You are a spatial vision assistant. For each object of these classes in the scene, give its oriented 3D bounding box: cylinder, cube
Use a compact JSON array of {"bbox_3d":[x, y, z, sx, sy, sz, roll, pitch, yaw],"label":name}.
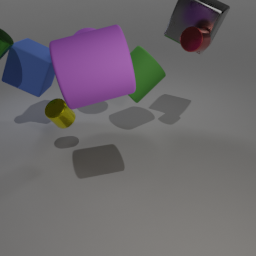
[{"bbox_3d":[1.991,-2.604,8.258,0.700,0.700,0.700,19,23,30],"label":"cylinder"},{"bbox_3d":[0.328,-1.821,9.607,1.400,1.400,1.400,-44,35,6],"label":"cylinder"},{"bbox_3d":[-2.071,-0.437,8.588,0.700,0.700,0.700,-8,61,15],"label":"cylinder"},{"bbox_3d":[-0.695,-1.222,5.692,1.400,1.400,1.400,-16,31,-4],"label":"cylinder"},{"bbox_3d":[-3.401,-2.183,10.017,1.400,1.400,1.400,24,25,-7],"label":"cube"},{"bbox_3d":[-3.946,-2.531,8.422,0.700,0.700,0.700,-39,24,18],"label":"cylinder"},{"bbox_3d":[2.251,-3.498,9.161,1.400,1.400,1.400,31,38,11],"label":"cube"}]

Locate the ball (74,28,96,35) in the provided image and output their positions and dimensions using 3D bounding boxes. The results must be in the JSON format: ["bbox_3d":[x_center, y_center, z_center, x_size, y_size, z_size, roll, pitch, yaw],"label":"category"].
[{"bbox_3d":[-1.355,-2.792,9.863,1.400,1.400,1.400,0,30,0],"label":"ball"}]
